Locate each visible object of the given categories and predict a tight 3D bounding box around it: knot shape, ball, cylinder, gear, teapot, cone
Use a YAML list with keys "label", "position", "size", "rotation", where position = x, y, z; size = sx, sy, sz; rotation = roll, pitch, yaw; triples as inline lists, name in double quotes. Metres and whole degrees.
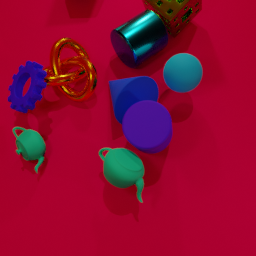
- label: "knot shape"
  position: [-1.657, -1.576, 8.112]
  size: [1.837, 0.907, 1.963]
  rotation: [38, 72, 15]
- label: "ball"
  position: [1.476, -1.481, 7.572]
  size: [1.043, 1.043, 1.043]
  rotation: [0, 67, 0]
- label: "cylinder"
  position: [0.524, 0.014, 7.045]
  size: [1.166, 1.166, 1.166]
  rotation: [-2, 79, 10]
- label: "cylinder"
  position: [0.330, -2.642, 8.371]
  size: [1.269, 1.269, 1.269]
  rotation: [-36, 71, -14]
- label: "gear"
  position: [-2.629, -1.067, 7.261]
  size: [1.337, 0.247, 1.337]
  rotation: [-12, 69, 35]
- label: "teapot"
  position: [-2.535, 0.522, 7.227]
  size: [0.659, 0.837, 1.345]
  rotation: [-31, 83, -36]
- label: "cone"
  position: [-0.161, -1.044, 7.961]
  size: [1.469, 1.469, 1.475]
  rotation: [-36, 47, -14]
- label: "teapot"
  position: [-0.116, 1.031, 6.605]
  size: [1.610, 0.788, 1.001]
  rotation: [43, 29, 21]

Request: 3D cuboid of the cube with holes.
- label: "cube with holes"
  position: [1.370, -3.865, 8.654]
  size: [1.258, 1.258, 1.258]
  rotation: [-46, 76, 7]
